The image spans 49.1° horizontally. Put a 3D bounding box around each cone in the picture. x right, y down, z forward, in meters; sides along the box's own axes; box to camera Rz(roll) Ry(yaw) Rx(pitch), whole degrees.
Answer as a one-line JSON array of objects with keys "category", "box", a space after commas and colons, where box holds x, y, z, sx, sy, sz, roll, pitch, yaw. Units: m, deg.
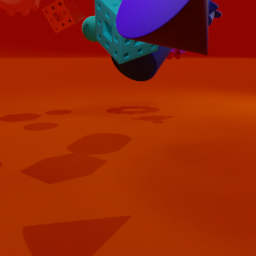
[{"category": "cone", "box": [0.682, -1.222, 3.373, 1.185, 1.181, 1.181, 32, -9, -40]}]

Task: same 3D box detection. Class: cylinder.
[{"category": "cylinder", "box": [0.381, -1.984, 6.856, 1.225, 1.225, 1.225, 10, 53, 33]}]

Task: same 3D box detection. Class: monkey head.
[{"category": "monkey head", "box": [2.544, -3.924, 9.160, 1.421, 0.856, 1.022, 26, -25, -17]}]

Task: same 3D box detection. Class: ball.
[{"category": "ball", "box": [-1.231, -3.618, 10.256, 0.894, 0.894, 0.894, 0, 16, 0]}]

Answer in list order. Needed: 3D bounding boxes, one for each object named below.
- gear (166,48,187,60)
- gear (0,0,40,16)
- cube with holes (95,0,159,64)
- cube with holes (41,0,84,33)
[{"category": "gear", "box": [1.435, -3.424, 10.691, 1.893, 0.350, 1.893, 13, 53, -18]}, {"category": "gear", "box": [-2.606, -3.095, 6.128, 1.383, 0.256, 1.383, 0, -27, 0]}, {"category": "cube with holes", "box": [0.002, -1.994, 5.387, 0.932, 0.932, 0.932, -25, 58, -23]}, {"category": "cube with holes", "box": [-2.165, -3.871, 9.419, 0.853, 0.853, 0.853, -16, 30, 27]}]
